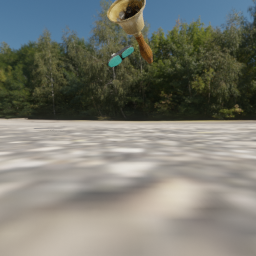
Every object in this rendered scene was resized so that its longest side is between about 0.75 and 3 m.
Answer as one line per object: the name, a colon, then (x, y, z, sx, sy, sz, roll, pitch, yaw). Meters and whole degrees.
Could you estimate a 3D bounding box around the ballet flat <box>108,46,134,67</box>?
ballet flat: (-0.377, -3.226, 12.547, 1.406, 0.514, 0.514, -37, 4, -4)

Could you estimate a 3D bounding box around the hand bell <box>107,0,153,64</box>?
hand bell: (0.366, -3.125, 9.625, 1.283, 1.283, 2.464, 0, -30, 25)
